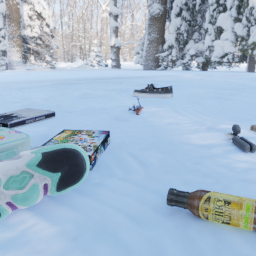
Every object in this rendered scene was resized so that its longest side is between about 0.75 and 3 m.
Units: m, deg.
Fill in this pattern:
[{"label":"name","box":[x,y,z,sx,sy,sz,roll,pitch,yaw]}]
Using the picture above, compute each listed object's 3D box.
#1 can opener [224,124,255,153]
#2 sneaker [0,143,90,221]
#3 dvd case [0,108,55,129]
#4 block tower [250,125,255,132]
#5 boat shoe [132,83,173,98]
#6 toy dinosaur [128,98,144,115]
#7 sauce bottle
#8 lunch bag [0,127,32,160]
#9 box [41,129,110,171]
[{"label":"can opener","box":[3.377,0.309,8.493,0.411,0.518,1.560,1,19,-2]},{"label":"sneaker","box":[-2.082,0.969,5.287,2.682,1.043,1.876,-12,1,-13]},{"label":"dvd case","box":[-4.540,-0.444,11.654,1.831,0.301,2.436,8,16,29]},{"label":"block tower","box":[4.641,0.062,9.915,0.219,0.205,0.758,-4,15,-12]},{"label":"boat shoe","box":[1.602,-2.454,18.144,2.704,0.896,0.945,6,16,22]},{"label":"toy dinosaur","box":[0.463,-0.866,13.431,1.041,0.602,1.147,8,47,-48]},{"label":"sauce bottle","box":[1.421,1.306,4.649,1.561,0.505,0.505,5,15,26]},{"label":"lunch bag","box":[-3.479,0.686,5.926,2.075,0.997,2.587,11,18,36]},{"label":"box","box":[-1.442,0.525,7.720,1.507,0.416,2.207,2,15,7]}]
